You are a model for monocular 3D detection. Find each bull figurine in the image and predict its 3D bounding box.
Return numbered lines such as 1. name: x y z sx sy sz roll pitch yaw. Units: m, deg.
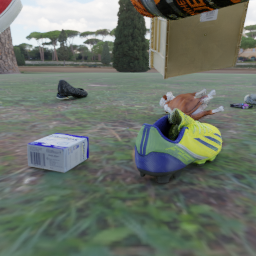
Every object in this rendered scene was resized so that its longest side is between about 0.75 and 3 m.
1. bull figurine: 2.052 -0.804 9.543 1.615 0.866 2.660 -19 18 1

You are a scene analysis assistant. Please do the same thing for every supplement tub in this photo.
1. supplement tub: 1.332 -2.949 5.068 2.669 1.635 1.635 4 12 44

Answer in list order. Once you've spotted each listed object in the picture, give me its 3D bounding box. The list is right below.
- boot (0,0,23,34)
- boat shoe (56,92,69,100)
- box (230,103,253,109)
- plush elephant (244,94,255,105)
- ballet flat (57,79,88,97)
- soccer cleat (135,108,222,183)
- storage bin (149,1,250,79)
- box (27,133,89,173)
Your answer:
1. boot: -3.616 -2.479 5.562 0.974 1.940 2.689 18 58 48
2. boat shoe: -3.430 -1.678 14.629 0.407 0.340 1.092 -8 17 -37
3. box: 4.860 -0.949 12.017 0.538 0.136 0.752 -9 15 -34
4. plush elephant: 6.355 -1.780 12.233 1.743 1.638 2.116 -1 14 -6
5. ballet flat: -2.808 -2.042 14.844 0.916 0.783 2.756 3 4 14
6. soccer cleat: 1.120 0.149 5.300 0.867 1.121 2.680 11 17 38
7. storage bin: 2.254 -3.283 9.298 2.810 2.790 1.317 -11 37 -12
8. box: -1.327 0.450 5.451 0.826 0.471 0.898 6 14 21
